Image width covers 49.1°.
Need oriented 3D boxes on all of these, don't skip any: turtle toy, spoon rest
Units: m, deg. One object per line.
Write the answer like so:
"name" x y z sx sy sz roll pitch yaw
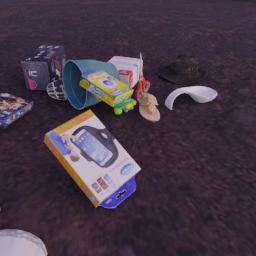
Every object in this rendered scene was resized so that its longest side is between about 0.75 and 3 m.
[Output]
"turtle toy" -0.193 -0.985 12.584 1.095 0.553 0.798 -29 44 -35
"spoon rest" 3.015 -1.561 13.234 2.643 0.801 1.313 -16 37 -21

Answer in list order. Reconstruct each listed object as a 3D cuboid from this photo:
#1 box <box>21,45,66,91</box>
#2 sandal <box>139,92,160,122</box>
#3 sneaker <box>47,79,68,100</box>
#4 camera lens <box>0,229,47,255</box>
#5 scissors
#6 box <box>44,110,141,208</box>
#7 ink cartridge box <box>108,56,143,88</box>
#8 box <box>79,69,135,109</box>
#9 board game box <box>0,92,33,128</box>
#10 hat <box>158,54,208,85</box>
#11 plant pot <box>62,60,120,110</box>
"box" -4.377 -3.258 14.987 1.400 1.614 2.640 3 33 7
"sandal" 0.899 -1.229 12.749 0.858 0.769 2.339 -4 34 -6
"sneaker" -2.823 -2.072 14.084 2.703 1.048 1.077 -20 19 -34
"camera lens" -2.518 3.119 5.744 1.399 1.399 1.749 0 34 0
"scissors" 0.501 -1.966 11.626 0.198 2.841 1.039 32 80 18
"box" -0.951 0.936 8.366 1.704 0.594 2.862 -34 75 -34
"ink cartridge box" -0.364 -2.948 15.042 1.743 1.011 2.416 11 35 15
"box" -0.746 -1.524 10.941 2.051 0.496 1.203 36 39 19
"board game box" -5.306 -0.815 11.958 1.533 0.392 2.263 16 27 4
"hat" 3.155 -3.545 15.851 2.899 1.170 2.899 1 35 0
"plant pot" -1.595 -2.155 12.933 2.072 2.205 2.205 -19 38 -34
